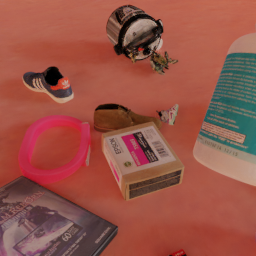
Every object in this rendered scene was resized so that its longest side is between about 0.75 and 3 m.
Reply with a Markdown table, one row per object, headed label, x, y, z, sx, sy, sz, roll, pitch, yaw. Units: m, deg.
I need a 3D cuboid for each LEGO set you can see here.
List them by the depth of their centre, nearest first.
| label | x | y | z | sx | sy | sz | roll | pitch | yaw |
| --- | --- | --- | --- | --- | --- | --- | --- | --- | --- |
| LEGO set | 0.989 | -2.765 | 11.558 | 2.251 | 0.638 | 1.462 | 18 | 53 | -17 |

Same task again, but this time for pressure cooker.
| label | x | y | z | sx | sy | sz | roll | pitch | yaw |
| --- | --- | --- | --- | --- | --- | --- | --- | --- | --- |
| pressure cooker | 0.338 | -4.132 | 12.305 | 2.073 | 2.041 | 2.321 | 6 | 33 | -34 |

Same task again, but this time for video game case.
| label | x | y | z | sx | sy | sz | roll | pitch | yaw |
| --- | --- | --- | --- | --- | --- | --- | --- | --- | --- |
| video game case | -1.941 | 2.055 | 5.736 | 2.881 | 0.273 | 2.058 | 21 | 27 | 22 |

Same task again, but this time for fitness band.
| label | x | y | z | sx | sy | sz | roll | pitch | yaw |
| --- | --- | --- | --- | --- | --- | --- | --- | --- | --- |
| fitness band | -2.024 | 0.475 | 7.912 | 1.886 | 0.491 | 2.626 | -2 | 38 | -3 |

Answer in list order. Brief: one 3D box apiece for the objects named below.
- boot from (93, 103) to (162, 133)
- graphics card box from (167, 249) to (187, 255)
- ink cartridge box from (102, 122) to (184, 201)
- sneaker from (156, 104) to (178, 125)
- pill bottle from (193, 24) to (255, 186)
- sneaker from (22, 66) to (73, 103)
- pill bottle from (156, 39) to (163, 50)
| label | x | y | z | sx | sy | sz | roll | pitch | yaw |
| --- | --- | --- | --- | --- | --- | --- | --- | --- | --- |
| boot | -0.012 | -0.278 | 8.584 | 2.139 | 0.807 | 0.787 | 3 | 38 | 2 |
| graphics card box | 1.005 | 2.861 | 5.175 | 0.653 | 0.265 | 1.041 | -16 | 41 | -19 |
| ink cartridge box | 0.319 | 0.777 | 7.356 | 1.569 | 0.715 | 1.905 | -13 | 42 | -17 |
| sneaker | 1.271 | -0.522 | 9.203 | 0.674 | 0.375 | 0.964 | 12 | 40 | 13 |
| pill bottle | 2.433 | -0.560 | 5.156 | 1.658 | 2.992 | 1.658 | 17 | 7 | -2 |
| sneaker | -2.992 | -1.846 | 10.277 | 2.506 | 1.059 | 0.939 | 24 | 45 | 27 |
| pill bottle | 1.105 | -4.190 | 13.494 | 0.594 | 0.594 | 1.057 | -29 | 49 | -31 |
